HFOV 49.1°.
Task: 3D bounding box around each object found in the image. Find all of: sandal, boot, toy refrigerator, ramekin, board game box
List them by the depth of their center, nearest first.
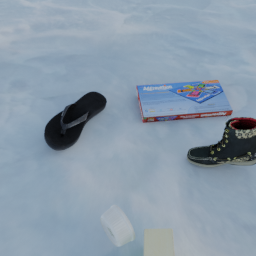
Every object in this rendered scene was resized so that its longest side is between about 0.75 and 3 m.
[{"bbox_3d":[0.527,2.661,4.754,0.604,0.655,1.726,-4,40,7],"label":"toy refrigerator"},{"bbox_3d":[-0.229,1.945,5.509,0.371,0.798,0.798,-27,49,-25],"label":"ramekin"},{"bbox_3d":[2.239,0.328,6.668,1.715,1.295,0.619,-2,45,17],"label":"boot"},{"bbox_3d":[-1.493,-0.372,7.964,0.949,0.534,2.496,29,49,7],"label":"sandal"},{"bbox_3d":[1.711,-0.877,8.794,2.746,0.267,1.413,-5,53,-5],"label":"board game box"}]
